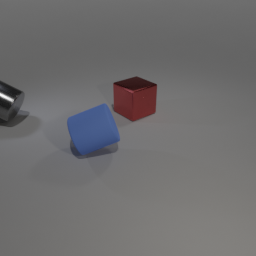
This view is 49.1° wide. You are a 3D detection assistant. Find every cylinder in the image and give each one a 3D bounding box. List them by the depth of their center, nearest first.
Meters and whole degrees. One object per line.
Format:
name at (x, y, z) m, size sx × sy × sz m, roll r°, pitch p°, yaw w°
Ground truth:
cylinder at (-1.159, 0.039, 9.629) m, size 1.400 × 1.400 × 1.400 m, roll -21°, pitch 30°, yaw 3°
cylinder at (-5.204, -1.164, 11.440) m, size 1.400 × 1.400 × 1.400 m, roll 26°, pitch 29°, yaw -8°

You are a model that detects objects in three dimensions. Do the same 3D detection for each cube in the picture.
cube at (0.307, -1.338, 12.499) m, size 1.400 × 1.400 × 1.400 m, roll -22°, pitch 36°, yaw -33°
